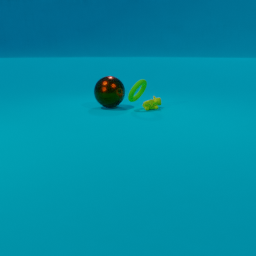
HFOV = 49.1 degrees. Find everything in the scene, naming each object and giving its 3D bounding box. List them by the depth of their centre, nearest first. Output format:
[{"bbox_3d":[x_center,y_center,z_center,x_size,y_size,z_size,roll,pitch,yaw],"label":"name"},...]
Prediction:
[{"bbox_3d":[0.383,-1.479,11.152,0.211,1.054,1.054,39,30,17],"label":"ring"},{"bbox_3d":[0.996,-1.020,11.670,0.887,0.487,0.872,-12,17,-8],"label":"cow figurine"},{"bbox_3d":[-0.769,-1.510,11.711,1.316,1.316,1.316,0,16,0],"label":"ball"}]
